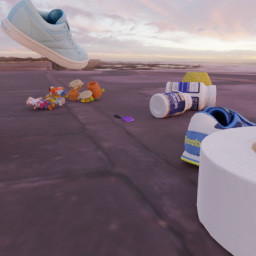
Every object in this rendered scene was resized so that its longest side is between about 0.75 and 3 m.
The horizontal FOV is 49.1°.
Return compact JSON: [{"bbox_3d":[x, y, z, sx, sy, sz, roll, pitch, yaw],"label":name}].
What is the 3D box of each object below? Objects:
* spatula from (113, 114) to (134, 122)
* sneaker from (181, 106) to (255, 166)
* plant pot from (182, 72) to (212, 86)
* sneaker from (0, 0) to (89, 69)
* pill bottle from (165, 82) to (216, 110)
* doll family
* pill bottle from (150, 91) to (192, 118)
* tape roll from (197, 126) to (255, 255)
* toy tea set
[{"bbox_3d":[-0.204,-0.358,9.658,0.295,0.107,1.045,-20,21,-32],"label":"spatula"},{"bbox_3d":[2.180,0.055,6.014,0.991,1.102,2.680,10,16,43],"label":"sneaker"},{"bbox_3d":[3.541,-2.226,14.558,1.897,1.347,1.897,0,13,0],"label":"plant pot"},{"bbox_3d":[-1.499,-2.025,6.181,0.872,0.967,2.359,54,21,21],"label":"sneaker"},{"bbox_3d":[2.516,-1.290,11.310,1.928,1.116,1.116,4,15,13],"label":"pill bottle"},{"bbox_3d":[-3.415,-1.110,11.761,1.101,0.799,1.774,18,40,33],"label":"doll family"},{"bbox_3d":[1.608,-0.885,10.202,1.543,0.857,0.857,-13,19,-38],"label":"pill bottle"},{"bbox_3d":[2.277,0.745,3.519,2.734,0.956,2.734,0,14,0],"label":"tape roll"},{"bbox_3d":[-2.432,-1.686,14.087,2.459,0.910,1.462,12,48,30],"label":"toy tea set"}]
